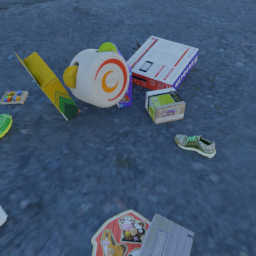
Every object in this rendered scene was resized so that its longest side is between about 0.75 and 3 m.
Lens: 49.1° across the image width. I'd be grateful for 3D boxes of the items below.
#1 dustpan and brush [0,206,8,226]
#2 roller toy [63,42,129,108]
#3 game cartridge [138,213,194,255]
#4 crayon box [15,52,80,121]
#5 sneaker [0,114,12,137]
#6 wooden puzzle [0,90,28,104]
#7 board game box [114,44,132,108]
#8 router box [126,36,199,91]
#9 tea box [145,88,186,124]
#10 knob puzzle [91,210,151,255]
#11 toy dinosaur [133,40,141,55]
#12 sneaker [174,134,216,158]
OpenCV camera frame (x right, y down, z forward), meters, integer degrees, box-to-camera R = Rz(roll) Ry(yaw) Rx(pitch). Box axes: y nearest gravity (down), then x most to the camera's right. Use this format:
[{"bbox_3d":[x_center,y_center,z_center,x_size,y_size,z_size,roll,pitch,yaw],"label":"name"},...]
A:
[{"bbox_3d":[-4.146,2.633,7.553,1.522,0.435,1.062,-26,43,-36],"label":"dustpan and brush"},{"bbox_3d":[-1.087,-1.773,9.958,1.488,1.942,2.129,22,62,41],"label":"roller toy"},{"bbox_3d":[0.875,3.078,6.780,1.179,0.349,1.818,23,41,8],"label":"game cartridge"},{"bbox_3d":[-2.879,-1.597,10.300,0.678,2.670,1.695,-38,62,-7],"label":"crayon box"},{"bbox_3d":[-5.506,0.018,9.915,2.699,1.128,1.000,-19,44,-22],"label":"sneaker"},{"bbox_3d":[-4.953,-1.377,12.199,0.981,0.227,0.909,1,41,1],"label":"wooden puzzle"},{"bbox_3d":[-0.499,-2.310,12.134,0.570,1.712,2.546,-12,42,-13],"label":"board game box"},{"bbox_3d":[1.544,-3.042,13.314,2.620,0.713,2.919,24,57,23],"label":"router box"},{"bbox_3d":[1.466,-0.902,11.206,1.212,0.810,1.192,-11,42,-13],"label":"tea box"},{"bbox_3d":[-0.001,2.931,7.220,2.138,0.296,2.138,0,41,0],"label":"knob puzzle"},{"bbox_3d":[0.663,-3.906,14.709,0.764,0.575,1.495,-5,64,-7],"label":"toy dinosaur"},{"bbox_3d":[2.374,0.444,9.768,1.534,0.680,0.590,20,45,22],"label":"sneaker"}]
